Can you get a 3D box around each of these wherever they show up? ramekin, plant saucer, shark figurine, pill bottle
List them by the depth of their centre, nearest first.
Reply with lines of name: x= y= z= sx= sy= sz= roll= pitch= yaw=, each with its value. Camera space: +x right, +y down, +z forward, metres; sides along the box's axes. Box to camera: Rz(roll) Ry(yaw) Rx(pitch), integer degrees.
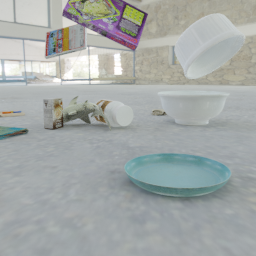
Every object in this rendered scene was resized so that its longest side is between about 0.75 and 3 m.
plant saucer: x=0.759 y=0.719 z=4.437 sx=1.643 sy=0.225 sz=1.643 roll=0 pitch=10 yaw=0
ramekin: x=2.440 y=-2.527 z=8.669 sx=2.031 sy=0.990 sz=2.031 roll=-25 pitch=-16 yaw=-8
pill bottle: x=-0.493 y=-0.472 z=9.092 sx=0.831 sy=0.831 sz=1.453 roll=-7 pitch=13 yaw=-33
shark figurine: x=-1.334 y=-0.411 z=9.153 sx=2.197 sy=0.917 sz=1.313 roll=-2 pitch=42 yaw=32

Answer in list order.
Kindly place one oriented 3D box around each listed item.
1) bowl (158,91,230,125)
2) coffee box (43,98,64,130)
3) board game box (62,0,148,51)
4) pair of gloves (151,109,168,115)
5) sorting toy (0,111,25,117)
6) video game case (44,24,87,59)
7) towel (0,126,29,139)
bowl: x=2.215 y=-0.707 z=9.675 sx=2.382 sy=1.071 sz=2.382 roll=0 pitch=11 yaw=0
coffee box: x=-2.318 y=-0.460 z=8.721 sx=0.374 sy=0.937 sz=0.536 roll=5 pitch=12 yaw=24
board game box: x=-0.401 y=-2.194 z=5.427 sx=1.507 sy=0.905 sz=0.243 roll=23 pitch=-29 yaw=-13
pair of gloves: x=1.785 y=-0.705 z=11.847 sx=1.535 sy=0.269 sz=1.305 roll=4 pitch=12 yaw=26
sorting toy: x=-5.050 y=-0.614 z=11.524 sx=1.364 sy=0.201 sz=1.008 roll=-7 pitch=13 yaw=-34
video game case: x=-2.613 y=-3.675 z=11.761 sx=1.878 sy=1.343 sz=0.164 roll=-9 pitch=-23 yaw=13
towel: x=-3.693 y=0.114 z=7.866 sx=1.454 sy=0.158 sz=1.066 roll=4 pitch=11 yaw=26
